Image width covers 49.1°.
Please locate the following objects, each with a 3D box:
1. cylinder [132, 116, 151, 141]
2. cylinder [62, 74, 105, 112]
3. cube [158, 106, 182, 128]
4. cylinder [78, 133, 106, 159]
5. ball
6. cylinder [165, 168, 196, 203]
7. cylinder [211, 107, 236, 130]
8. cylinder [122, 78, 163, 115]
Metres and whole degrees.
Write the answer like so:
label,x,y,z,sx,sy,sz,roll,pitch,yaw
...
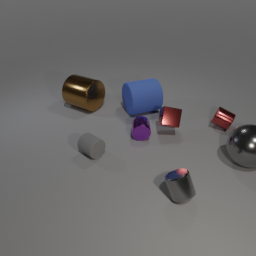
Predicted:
label,x,y,z,sx,sy,sz,roll,pitch,yaw
cylinder,0.497,0.013,10.605,0.700,0.700,0.700,0,32,0
cylinder,-1.963,-1.570,12.484,1.400,1.400,1.400,18,36,28
cube,1.584,-0.405,10.669,0.700,0.700,0.700,10,-2,-5
cylinder,-1.256,0.603,9.650,0.700,0.700,0.700,27,41,36
ball,3.903,0.574,9.005,1.400,1.400,1.400,0,32,0
cylinder,1.457,1.596,7.822,0.700,0.700,0.700,-20,11,4
cylinder,3.765,-0.387,11.073,0.700,0.700,0.700,30,39,11
cylinder,0.609,-1.371,12.165,1.400,1.400,1.400,-11,34,-18
